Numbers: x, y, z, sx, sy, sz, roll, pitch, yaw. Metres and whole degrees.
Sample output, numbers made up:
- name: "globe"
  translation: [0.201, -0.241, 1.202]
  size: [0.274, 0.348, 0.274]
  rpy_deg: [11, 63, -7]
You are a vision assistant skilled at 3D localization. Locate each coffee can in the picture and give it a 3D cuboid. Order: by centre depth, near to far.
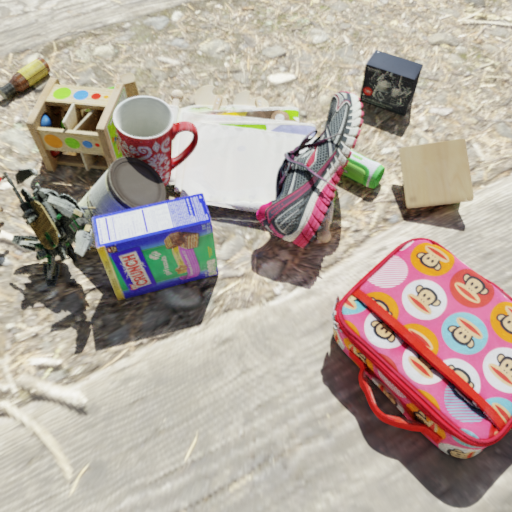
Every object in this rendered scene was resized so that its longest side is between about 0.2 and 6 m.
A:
- name: "coffee can"
  translation: [-2.497, -0.918, 10.112]
  size: [1.105, 1.510, 1.105]
  rpy_deg: [24, 49, -32]

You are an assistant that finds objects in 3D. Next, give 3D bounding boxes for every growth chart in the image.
- name: "growth chart"
  translation: [-0.165, -2.035, 11.361]
  size: [4.032, 0.358, 2.918]
  rpy_deg: [13, 72, 9]

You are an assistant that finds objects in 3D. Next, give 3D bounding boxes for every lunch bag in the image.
- name: "lunch bag"
  translation: [2.786, 1.488, 8.899]
  size: [2.774, 1.290, 3.149]
  rpy_deg: [-39, 65, -18]

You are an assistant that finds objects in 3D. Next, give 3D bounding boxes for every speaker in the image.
- name: "speaker"
  translation: [1.980, -1.885, 11.562]
  size: [1.279, 0.566, 0.566]
  rpy_deg: [32, 61, 20]

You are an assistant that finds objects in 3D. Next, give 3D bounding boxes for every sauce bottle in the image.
- name: "sauce bottle"
  translation: [-5.483, -4.179, 13.203]
  size: [0.436, 0.436, 1.322]
  rpy_deg: [32, 60, 20]

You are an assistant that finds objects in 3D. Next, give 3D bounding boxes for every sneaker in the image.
- name: "sneaker"
  translation: [1.071, -1.742, 10.321]
  size: [1.160, 1.253, 3.107]
  rpy_deg: [24, 76, -1]

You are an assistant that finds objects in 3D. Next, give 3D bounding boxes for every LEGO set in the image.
- name: "LEGO set"
  translation: [-3.837, -0.760, 9.981]
  size: [3.368, 2.187, 0.954]
  rpy_deg: [37, 43, 22]

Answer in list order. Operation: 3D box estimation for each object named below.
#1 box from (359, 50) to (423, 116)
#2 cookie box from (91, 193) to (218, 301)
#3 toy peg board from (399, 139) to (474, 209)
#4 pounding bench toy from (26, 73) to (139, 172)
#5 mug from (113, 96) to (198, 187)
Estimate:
- name: "box"
  translation: [3.017, -3.893, 12.633]
  size: [1.146, 1.044, 0.597]
  rpy_deg: [24, 59, 16]
- name: "cookie box"
  translation: [-1.693, -0.128, 9.726]
  size: [1.892, 1.619, 0.711]
  rpy_deg: [-14, 55, -8]
- name: "toy peg board"
  translation: [3.591, -1.564, 11.245]
  size: [1.260, 0.619, 1.265]
  rpy_deg: [-7, 76, 14]
- name: "pounding bench toy"
  translation: [-3.568, -2.983, 11.804]
  size: [1.749, 1.393, 2.242]
  rpy_deg: [7, 56, 5]
- name: "mug"
  translation: [-1.896, -1.956, 10.466]
  size: [1.420, 1.599, 1.067]
  rpy_deg: [21, 57, 6]
